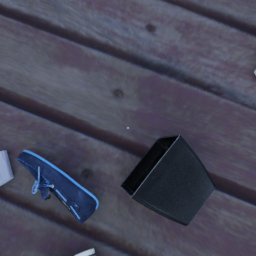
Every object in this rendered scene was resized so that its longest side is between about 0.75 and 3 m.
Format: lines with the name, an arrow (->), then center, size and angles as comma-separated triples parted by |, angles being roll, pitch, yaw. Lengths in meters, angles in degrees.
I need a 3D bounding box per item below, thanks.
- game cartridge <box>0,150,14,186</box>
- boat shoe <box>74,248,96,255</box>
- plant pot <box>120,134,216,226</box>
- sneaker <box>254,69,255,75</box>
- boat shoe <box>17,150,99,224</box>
game cartridge -> -3.501, 1.111, 6.787 | 1.263, 0.258, 0.840 | -17, 82, -19
boat shoe -> -1.472, 3.265, 6.292 | 1.645, 0.588, 0.492 | -21, 73, -8
plant pot -> 0.942, 1.238, 6.311 | 1.419, 1.596, 1.600 | 41, 80, -4
sneaker -> 4.217, -1.494, 7.332 | 1.565, 0.558, 0.880 | -27, 75, 2
boat shoe -> -1.747, 1.358, 6.513 | 2.243, 0.944, 0.770 | 33, 69, 9
